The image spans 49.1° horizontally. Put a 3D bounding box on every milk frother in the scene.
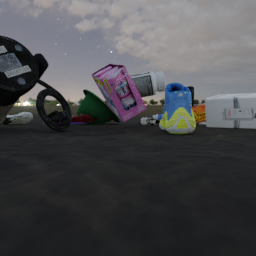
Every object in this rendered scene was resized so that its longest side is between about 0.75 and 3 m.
[{"bbox_3d":[-3.485,-0.748,8.550,2.629,2.913,2.740,-11,-15,-45],"label":"milk frother"}]

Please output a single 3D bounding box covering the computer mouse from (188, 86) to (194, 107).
[{"bbox_3d":[2.135,-0.919,10.063,0.395,0.680,2.319,1,27,16],"label":"computer mouse"}]

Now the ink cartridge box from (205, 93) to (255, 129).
[{"bbox_3d":[4.393,-0.663,10.123,2.663,1.102,1.951,2,12,37],"label":"ink cartridge box"}]

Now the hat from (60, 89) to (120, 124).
[{"bbox_3d":[-2.009,-0.301,12.878,2.604,2.292,2.157,45,-12,-27],"label":"hat"}]

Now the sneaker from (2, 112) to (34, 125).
[{"bbox_3d":[-5.007,-0.341,12.528,1.486,0.561,0.855,-8,13,-8],"label":"sneaker"}]

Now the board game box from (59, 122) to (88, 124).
[{"bbox_3d":[-2.503,-0.412,13.929,1.682,0.377,1.131,-2,4,-28],"label":"board game box"}]

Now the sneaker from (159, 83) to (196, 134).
[{"bbox_3d":[1.467,-0.582,8.150,0.996,1.382,2.630,0,4,-1],"label":"sneaker"}]

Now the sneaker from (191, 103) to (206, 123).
[{"bbox_3d":[3.228,-0.546,13.408,2.922,1.067,1.127,-6,27,-22],"label":"sneaker"}]

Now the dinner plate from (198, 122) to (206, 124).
[{"bbox_3d":[3.811,-0.235,13.248,1.031,0.125,1.031,1,3,0],"label":"dinner plate"}]

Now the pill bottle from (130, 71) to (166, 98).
[{"bbox_3d":[0.663,-1.811,11.869,1.767,1.006,1.006,-10,3,3],"label":"pill bottle"}]

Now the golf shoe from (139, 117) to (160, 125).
[{"bbox_3d":[0.943,-0.301,12.098,0.978,0.380,0.462,-4,5,-35],"label":"golf shoe"}]

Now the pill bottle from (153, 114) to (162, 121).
[{"bbox_3d":[1.839,-0.575,16.142,0.802,0.450,0.450,0,3,3],"label":"pill bottle"}]

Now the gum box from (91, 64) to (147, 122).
[{"bbox_3d":[-0.380,-1.302,9.655,0.895,1.536,2.706,-31,19,-5],"label":"gum box"}]
